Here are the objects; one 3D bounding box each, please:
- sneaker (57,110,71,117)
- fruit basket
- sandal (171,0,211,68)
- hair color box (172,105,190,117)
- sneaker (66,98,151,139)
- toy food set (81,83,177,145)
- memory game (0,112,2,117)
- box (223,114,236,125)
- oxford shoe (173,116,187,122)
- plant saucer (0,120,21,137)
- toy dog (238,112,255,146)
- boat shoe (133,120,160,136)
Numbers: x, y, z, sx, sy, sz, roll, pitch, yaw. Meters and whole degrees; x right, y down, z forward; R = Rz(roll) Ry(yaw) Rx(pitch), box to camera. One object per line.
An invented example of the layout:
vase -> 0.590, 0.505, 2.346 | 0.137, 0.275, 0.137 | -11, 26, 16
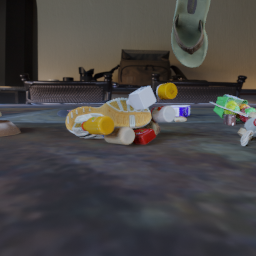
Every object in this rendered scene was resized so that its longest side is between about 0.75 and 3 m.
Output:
sneaker -> -3.345, -0.773, 15.947 | 1.282, 0.450, 0.526 | 0, -13, -6
fruit basket -> 5.168, -0.784, 12.543 | 2.131, 1.079, 2.301 | 5, 12, -33
sandal -> 1.634, -2.621, 7.608 | 1.056, 0.759, 2.659 | 9, -31, 17
hair color box -> 2.857, -0.968, 16.191 | 1.113, 0.660, 2.037 | 2, 9, 24
sneaker -> -0.479, -0.190, 7.569 | 2.253, 0.852, 0.988 | -4, -25, 9
toy food set -> 0.134, -0.272, 7.038 | 2.448, 1.169, 1.102 | -35, 19, -28
memory game -> -5.021, -0.278, 8.957 | 1.884, 0.120, 1.884 | -11, 1, 0
box -> 4.240, -0.351, 11.720 | 0.317, 0.423, 0.845 | 0, 5, 5
oxford shoe -> 2.288, -0.366, 12.883 | 0.807, 0.286, 0.298 | 5, 34, 34
plant saucer -> -4.565, -0.007, 8.789 | 2.228, 0.408, 2.228 | 1, 6, 0
toy dog -> 3.349, 0.040, 6.985 | 0.736, 1.008, 1.528 | 33, 21, 7
boat shoe -> 0.000, -0.047, 8.061 | 1.979, 0.712, 0.668 | 10, 5, 30
